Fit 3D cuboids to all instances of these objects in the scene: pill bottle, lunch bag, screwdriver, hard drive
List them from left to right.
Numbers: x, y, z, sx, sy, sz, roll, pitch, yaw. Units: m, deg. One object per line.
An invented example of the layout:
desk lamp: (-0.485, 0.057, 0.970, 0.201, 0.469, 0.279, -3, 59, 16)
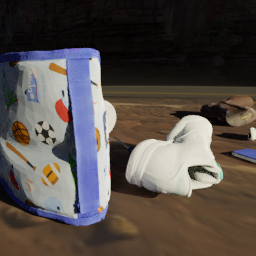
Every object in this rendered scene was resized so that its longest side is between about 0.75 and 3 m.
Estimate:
lunch bag: (-1.204, -0.032, 4.494, 1.708, 2.345, 2.758, -11, 14, -33)
pill bottle: (-1.446, -0.426, 9.434, 1.159, 1.159, 2.036, -9, 14, -40)
screwdriver: (-0.035, 0.513, 7.011, 0.350, 0.336, 2.406, -37, 22, -16)
hard drive: (3.032, 0.675, 6.611, 0.601, 0.116, 0.912, -5, 12, -25)

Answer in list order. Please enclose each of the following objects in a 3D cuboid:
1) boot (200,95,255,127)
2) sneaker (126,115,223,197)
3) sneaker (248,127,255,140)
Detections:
boot: (4.817, -0.759, 11.856, 2.698, 0.930, 2.895, -15, 10, -7)
sneaker: (1.249, 0.576, 5.346, 1.291, 1.098, 2.917, 20, 26, 29)
sneaker: (3.932, 0.189, 8.641, 0.387, 0.358, 0.954, 15, 18, 27)
